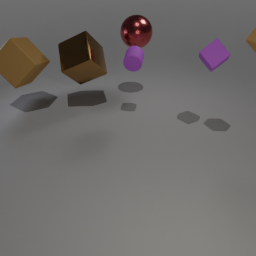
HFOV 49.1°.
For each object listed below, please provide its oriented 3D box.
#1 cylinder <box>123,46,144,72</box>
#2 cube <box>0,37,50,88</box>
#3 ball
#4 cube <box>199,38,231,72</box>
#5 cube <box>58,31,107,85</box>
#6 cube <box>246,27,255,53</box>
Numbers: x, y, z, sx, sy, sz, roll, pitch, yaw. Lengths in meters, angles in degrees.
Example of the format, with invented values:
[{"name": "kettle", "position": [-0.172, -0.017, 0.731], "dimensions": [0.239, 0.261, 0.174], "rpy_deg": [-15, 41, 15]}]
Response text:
[{"name": "cylinder", "position": [0.220, -2.594, 10.484], "dimensions": [0.700, 0.700, 0.700], "rpy_deg": [5, 46, 8]}, {"name": "cube", "position": [-4.364, -2.690, 11.440], "dimensions": [1.400, 1.400, 1.400], "rpy_deg": [46, 18, -8]}, {"name": "ball", "position": [0.363, -4.159, 12.135], "dimensions": [1.400, 1.400, 1.400], "rpy_deg": [0, 30, 0]}, {"name": "cube", "position": [2.816, -2.368, 9.171], "dimensions": [0.700, 0.700, 0.700], "rpy_deg": [-37, -6, 11]}, {"name": "cube", "position": [-1.883, -2.886, 11.714], "dimensions": [1.400, 1.400, 1.400], "rpy_deg": [-18, -20, 20]}, {"name": "cube", "position": [3.939, -2.506, 7.893], "dimensions": [0.700, 0.700, 0.700], "rpy_deg": [29, 11, -35]}]
